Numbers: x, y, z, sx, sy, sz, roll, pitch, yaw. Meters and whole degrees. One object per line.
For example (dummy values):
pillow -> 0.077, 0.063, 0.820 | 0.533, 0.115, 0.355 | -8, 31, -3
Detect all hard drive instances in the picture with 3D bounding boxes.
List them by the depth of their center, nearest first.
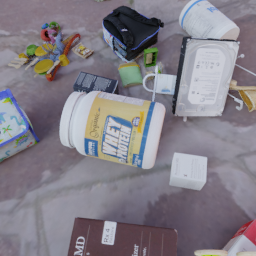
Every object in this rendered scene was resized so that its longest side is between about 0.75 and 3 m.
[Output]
hard drive -> 2.536, -1.647, 9.388 | 1.821, 2.607, 0.493 | 0, 27, -11

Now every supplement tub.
supplement tub -> -0.426, -0.001, 8.821 | 2.912, 2.107, 2.107 | 11, 62, 7
supplement tub -> 3.287, -4.179, 11.531 | 1.445, 1.445, 2.190 | -31, 65, -16

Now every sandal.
sandal -> 4.412, -1.096, 10.249 | 2.958, 1.085, 0.973 | 12, 95, 4

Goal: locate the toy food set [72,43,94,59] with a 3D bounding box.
toy food set -> -1.865, -3.253, 11.667 | 0.787, 0.238, 0.565 | 34, 64, 21

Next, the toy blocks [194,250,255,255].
toy blocks -> 2.426, 3.888, 6.151 | 1.798, 0.784, 2.158 | 1, 61, 1

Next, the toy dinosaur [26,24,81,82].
toy dinosaur -> -2.760, -2.896, 11.082 | 2.372, 1.246, 2.153 | -6, 85, -25

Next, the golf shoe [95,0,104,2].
golf shoe -> -1.219, -6.305, 13.370 | 1.044, 0.409, 0.508 | -6, 44, -10

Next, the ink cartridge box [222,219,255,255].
ink cartridge box -> 3.086, 4.047, 7.141 | 2.654, 1.111, 1.915 | -39, 68, -19

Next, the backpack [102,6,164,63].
backpack -> 0.011, -3.793, 11.213 | 2.119, 1.633, 2.019 | -39, 77, -24

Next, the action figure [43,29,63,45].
action figure -> -3.162, -3.725, 11.874 | 0.602, 0.669, 0.898 | 2, 90, 16

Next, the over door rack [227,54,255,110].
over door rack -> 4.034, -2.005, 10.724 | 1.661, 0.749, 2.248 | -36, 67, -17

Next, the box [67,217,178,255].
box -> -0.164, 3.547, 6.905 | 2.465, 2.024, 2.045 | 6, 61, 3

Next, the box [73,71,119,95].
box -> -1.119, -1.276, 10.122 | 1.464, 1.083, 0.764 | 15, 62, 7

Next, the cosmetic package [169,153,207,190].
cosmetic package -> 1.878, 1.371, 8.787 | 1.007, 0.838, 0.843 | 8, 62, 6

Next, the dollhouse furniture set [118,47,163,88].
dollhouse furniture set -> 0.463, -2.328, 10.852 | 1.615, 0.811, 1.058 | -12, 62, -7

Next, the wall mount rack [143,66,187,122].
wall mount rack -> 1.564, -1.279, 10.323 | 2.170, 0.809, 1.886 | 7, 99, 6

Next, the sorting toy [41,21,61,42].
sorting toy -> -3.453, -4.177, 12.104 | 0.444, 0.650, 1.081 | -5, 42, 45

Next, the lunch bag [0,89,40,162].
lunch bag -> -4.157, 0.003, 8.607 | 2.106, 2.477, 1.579 | -30, 65, -17

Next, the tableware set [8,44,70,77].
tableware set -> -3.376, -2.674, 10.962 | 2.474, 0.380, 1.667 | 15, 57, 29
